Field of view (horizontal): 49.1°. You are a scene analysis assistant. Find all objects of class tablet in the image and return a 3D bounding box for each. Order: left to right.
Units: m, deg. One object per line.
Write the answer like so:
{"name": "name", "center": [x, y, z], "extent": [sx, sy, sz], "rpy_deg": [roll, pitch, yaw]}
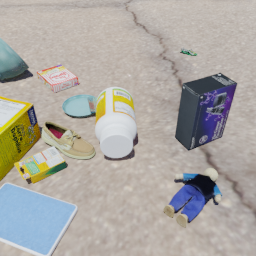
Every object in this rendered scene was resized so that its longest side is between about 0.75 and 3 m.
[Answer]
{"name": "tablet", "center": [-2.740, 2.346, 7.411], "extent": [2.434, 0.166, 1.584], "rpy_deg": [14, 41, 15]}

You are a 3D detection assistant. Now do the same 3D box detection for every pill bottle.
{"name": "pill bottle", "center": [-0.419, -0.201, 9.586], "extent": [1.385, 1.385, 2.494], "rpy_deg": [-2, 39, -2]}

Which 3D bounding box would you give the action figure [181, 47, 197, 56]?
{"name": "action figure", "center": [3.404, -4.197, 15.445], "extent": [0.985, 0.269, 0.582], "rpy_deg": [32, 46, 29]}

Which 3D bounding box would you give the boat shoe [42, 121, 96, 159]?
{"name": "boat shoe", "center": [-2.030, 0.388, 9.345], "extent": [2.074, 0.688, 0.768], "rpy_deg": [21, 41, 14]}

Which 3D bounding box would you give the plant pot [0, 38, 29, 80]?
{"name": "plant pot", "center": [-5.836, -3.091, 12.960], "extent": [1.349, 2.013, 2.013], "rpy_deg": [-47, 53, -9]}

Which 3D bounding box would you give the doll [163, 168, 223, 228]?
{"name": "doll", "center": [1.882, 1.755, 7.868], "extent": [1.434, 0.509, 2.102], "rpy_deg": [31, 49, 32]}

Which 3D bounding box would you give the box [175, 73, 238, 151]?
{"name": "box", "center": [2.525, -0.525, 9.313], "extent": [1.569, 2.223, 0.877], "rpy_deg": [-17, 42, -20]}

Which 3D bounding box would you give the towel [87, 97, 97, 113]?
{"name": "towel", "center": [-0.919, -0.921, 11.223], "extent": [1.306, 0.142, 0.958], "rpy_deg": [0, 42, -19]}

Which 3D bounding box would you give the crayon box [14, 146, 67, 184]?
{"name": "crayon box", "center": [-2.717, 1.170, 8.718], "extent": [1.338, 0.345, 0.841], "rpy_deg": [-24, 45, -28]}

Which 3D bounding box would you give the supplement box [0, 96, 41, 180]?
{"name": "supplement box", "center": [-4.220, 0.379, 8.790], "extent": [1.475, 1.485, 2.711], "rpy_deg": [14, 42, 15]}

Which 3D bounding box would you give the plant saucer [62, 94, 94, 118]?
{"name": "plant saucer", "center": [-1.882, -0.871, 11.355], "extent": [1.539, 0.211, 1.539], "rpy_deg": [0, 40, 0]}

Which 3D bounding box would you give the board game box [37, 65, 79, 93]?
{"name": "board game box", "center": [-3.261, -2.307, 12.975], "extent": [1.277, 0.390, 1.686], "rpy_deg": [-26, 46, -29]}
